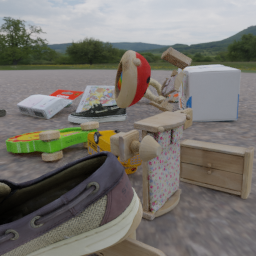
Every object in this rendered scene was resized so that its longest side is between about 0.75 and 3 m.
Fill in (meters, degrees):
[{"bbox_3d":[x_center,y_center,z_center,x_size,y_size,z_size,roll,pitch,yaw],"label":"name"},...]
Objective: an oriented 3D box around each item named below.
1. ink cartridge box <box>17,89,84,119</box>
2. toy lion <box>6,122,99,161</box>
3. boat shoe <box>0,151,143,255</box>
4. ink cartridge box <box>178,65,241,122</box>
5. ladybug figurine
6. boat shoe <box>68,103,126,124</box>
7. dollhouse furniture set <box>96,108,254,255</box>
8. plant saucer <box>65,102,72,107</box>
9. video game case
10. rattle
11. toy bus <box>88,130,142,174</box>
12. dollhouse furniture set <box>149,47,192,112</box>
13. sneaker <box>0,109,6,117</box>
[{"bbox_3d":[-3.201,-1.229,11.667,1.782,0.626,2.192,11,45,35],"label":"ink cartridge box"},{"bbox_3d":[-2.022,0.287,7.366,1.929,0.691,2.012,3,13,42],"label":"toy lion"},{"bbox_3d":[-1.314,0.974,2.888,2.879,0.933,1.035,-17,20,-1],"label":"boat shoe"},{"bbox_3d":[3.093,-1.468,11.183,1.828,1.860,2.527,-3,16,2],"label":"ink cartridge box"},{"bbox_3d":[0.124,-1.393,8.286,0.811,1.530,2.255,3,-14,-11],"label":"ladybug figurine"},{"bbox_3d":[-1.115,-0.589,10.319,2.177,0.693,0.770,-5,16,-20],"label":"boat shoe"},{"bbox_3d":[0.831,0.648,4.088,1.289,1.510,2.912,8,17,35],"label":"dollhouse furniture set"},{"bbox_3d":[-3.118,-1.120,13.366,0.925,0.178,0.925,0,14,0],"label":"plant saucer"},{"bbox_3d":[-1.138,-1.153,11.620,1.714,0.196,1.560,4,54,16],"label":"video game case"},{"bbox_3d":[1.382,-1.515,14.566,2.328,1.663,1.516,10,37,-37],"label":"rattle"},{"bbox_3d":[-0.300,0.494,6.129,0.605,0.728,1.860,-6,16,-28],"label":"toy bus"},{"bbox_3d":[1.354,-1.660,10.313,0.954,2.156,1.117,25,-13,-13],"label":"dollhouse furniture set"},{"bbox_3d":[-5.374,-0.560,11.005,0.534,0.376,1.005,2,6,31],"label":"sneaker"}]
